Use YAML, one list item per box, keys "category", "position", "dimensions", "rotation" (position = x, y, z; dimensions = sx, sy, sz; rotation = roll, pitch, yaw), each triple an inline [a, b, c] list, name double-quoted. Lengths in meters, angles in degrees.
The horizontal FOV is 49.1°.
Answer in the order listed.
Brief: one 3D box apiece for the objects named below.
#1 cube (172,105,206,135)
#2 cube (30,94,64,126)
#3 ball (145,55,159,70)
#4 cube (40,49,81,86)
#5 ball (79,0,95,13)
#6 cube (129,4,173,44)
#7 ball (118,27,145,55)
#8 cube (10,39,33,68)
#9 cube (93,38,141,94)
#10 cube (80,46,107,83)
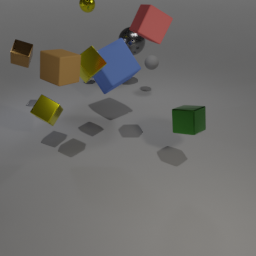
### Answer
- category: "cube"
  position: [1.730, -0.239, 7.942]
  dimensions: [0.700, 0.700, 0.700]
  rotation: [7, 18, 41]
- category: "cube"
  position: [-2.669, -0.574, 9.275]
  dimensions: [0.700, 0.700, 0.700]
  rotation: [29, -9, 3]
- category: "ball"
  position: [1.165, -3.224, 13.806]
  dimensions: [0.700, 0.700, 0.700]
  rotation: [0, 29, 0]
- category: "cube"
  position: [-1.662, -1.500, 6.883]
  dimensions: [0.700, 0.700, 0.700]
  rotation: [23, 29, 27]
- category: "ball"
  position: [-1.782, -5.421, 12.250]
  dimensions: [0.700, 0.700, 0.700]
  rotation: [0, 29, 0]
- category: "cube"
  position: [0.571, -2.649, 7.138]
  dimensions: [0.700, 0.700, 0.700]
  rotation: [20, 15, -27]
- category: "ball"
  position: [0.187, -4.424, 14.276]
  dimensions: [1.400, 1.400, 1.400]
  rotation: [0, 29, 0]
- category: "cube"
  position: [-4.213, -2.945, 11.120]
  dimensions: [0.700, 0.700, 0.700]
  rotation: [14, 59, -15]
- category: "cube"
  position: [-0.605, -2.393, 11.031]
  dimensions: [1.400, 1.400, 1.400]
  rotation: [-35, 5, -19]
- category: "cube"
  position: [-1.195, -1.921, 8.516]
  dimensions: [0.700, 0.700, 0.700]
  rotation: [-45, 9, -21]
